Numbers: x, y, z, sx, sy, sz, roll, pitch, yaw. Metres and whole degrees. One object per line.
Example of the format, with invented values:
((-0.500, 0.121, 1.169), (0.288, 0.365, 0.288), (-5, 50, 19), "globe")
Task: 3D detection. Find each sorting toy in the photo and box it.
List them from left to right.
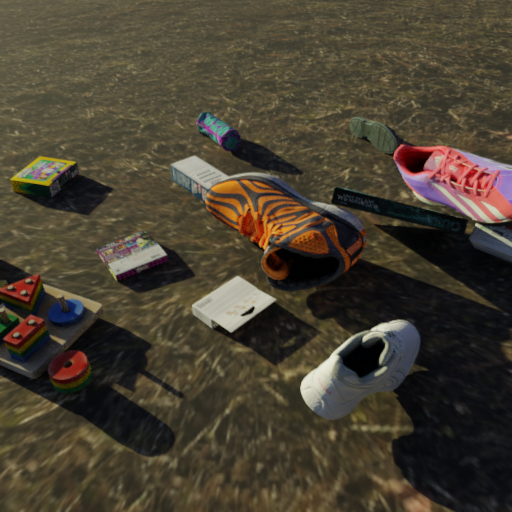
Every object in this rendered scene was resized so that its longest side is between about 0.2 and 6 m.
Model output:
((-3.835, 0.969, 9.263), (3.500, 0.592, 1.687), (15, 41, 23), "sorting toy")

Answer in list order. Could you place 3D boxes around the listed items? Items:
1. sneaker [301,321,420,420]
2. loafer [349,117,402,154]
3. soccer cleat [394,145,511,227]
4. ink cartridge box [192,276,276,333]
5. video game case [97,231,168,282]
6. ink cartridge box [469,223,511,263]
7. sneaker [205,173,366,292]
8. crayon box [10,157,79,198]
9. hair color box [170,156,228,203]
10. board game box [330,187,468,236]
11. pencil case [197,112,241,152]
((1.769, 1.456, 8.059), (2.376, 1.181, 0.926), (-25, 64, -40), "sneaker")
((3.292, -3.297, 14.945), (0.601, 0.687, 1.912), (-14, 37, -27), "loafer")
((3.903, -1.440, 10.534), (1.164, 1.249, 3.412), (-54, 27, -1), "soccer cleat")
((-0.374, 0.896, 9.769), (0.991, 0.252, 1.125), (30, 47, 34), "ink cartridge box")
((-2.429, -0.019, 10.985), (1.087, 0.195, 0.986), (-24, 45, -25), "video game case")
((5.287, -0.602, 10.569), (1.843, 1.618, 0.773), (27, 2, 31), "ink cartridge box")
((0.245, -0.492, 10.612), (3.447, 1.337, 1.931), (17, 36, 22), "sneaker")
((-5.010, -1.885, 13.319), (1.045, 0.353, 1.211), (9, 38, 14), "crayon box")
((-1.276, -1.782, 13.098), (0.749, 0.453, 1.497), (-27, 45, -31), "hair color box")
((2.820, -0.921, 11.244), (2.531, 0.356, 1.712), (15, 9, 11), "board game box")
((-1.030, -3.319, 14.976), (0.671, 0.618, 1.452), (-11, 37, -35), "pencil case")
